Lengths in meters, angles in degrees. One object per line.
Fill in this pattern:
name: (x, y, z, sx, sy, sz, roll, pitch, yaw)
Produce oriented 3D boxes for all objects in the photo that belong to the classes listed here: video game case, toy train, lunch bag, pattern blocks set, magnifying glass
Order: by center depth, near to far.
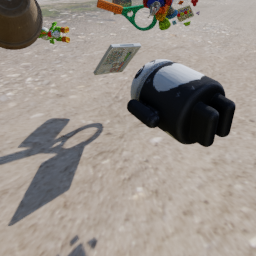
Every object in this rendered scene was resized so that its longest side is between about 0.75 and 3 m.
toy train: (0.793, -2.777, 6.810, 0.689, 0.941, 1.627, 5, 56, 26)
pattern blocks set: (1.572, -3.184, 7.767, 0.814, 0.715, 0.066, -3, 39, 20)
video game case: (-0.338, -2.117, 8.666, 1.165, 1.280, 0.152, -16, 71, -39)
magnifying glass: (-0.005, -4.326, 10.506, 2.357, 0.938, 0.264, 9, 32, -20)
lunch bag: (-0.247, -4.927, 11.260, 0.742, 0.532, 0.905, -11, -10, -4)

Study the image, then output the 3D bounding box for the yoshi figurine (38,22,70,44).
yoshi figurine: (-2.561, -3.213, 9.574, 1.210, 0.678, 0.680, 7, 67, 13)

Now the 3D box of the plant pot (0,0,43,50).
plant pot: (-3.024, -3.023, 7.127, 1.742, 1.742, 1.519, -13, 6, -20)

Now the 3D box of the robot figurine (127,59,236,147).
robot figurine: (0.995, -0.545, 5.505, 1.627, 1.352, 2.166, 18, 16, -47)
